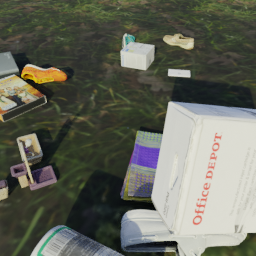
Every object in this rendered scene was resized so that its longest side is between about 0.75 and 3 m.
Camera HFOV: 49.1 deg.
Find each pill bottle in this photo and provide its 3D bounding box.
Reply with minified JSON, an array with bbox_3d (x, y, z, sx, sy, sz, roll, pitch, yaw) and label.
[{"bbox_3d":[-0.497,2.303,4.165,1.853,1.048,1.048,18,41,22],"label":"pill bottle"}]

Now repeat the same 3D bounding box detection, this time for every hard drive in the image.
[{"bbox_3d":[-5.522,-2.055,10.301,2.724,0.448,1.901,-18,41,-21],"label":"hard drive"}]

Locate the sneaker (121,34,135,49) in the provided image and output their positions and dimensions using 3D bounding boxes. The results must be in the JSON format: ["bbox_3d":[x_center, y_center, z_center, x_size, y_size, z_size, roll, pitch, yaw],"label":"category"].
[{"bbox_3d":[0.016,-3.945,12.728,0.546,0.531,1.371,12,38,2],"label":"sneaker"}]

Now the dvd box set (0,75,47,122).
[{"bbox_3d":[-3.838,-1.041,9.091,1.498,0.301,2.047,-31,48,-33],"label":"dvd box set"}]

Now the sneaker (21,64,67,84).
[{"bbox_3d":[-2.989,-1.827,10.050,1.655,0.604,0.639,6,63,9],"label":"sneaker"}]

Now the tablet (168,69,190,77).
[{"bbox_3d":[1.953,-2.100,10.686,0.825,0.056,0.537,5,38,7],"label":"tablet"}]

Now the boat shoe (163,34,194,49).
[{"bbox_3d":[2.324,-4.067,12.848,1.586,0.515,0.572,31,48,34],"label":"boat shoe"}]

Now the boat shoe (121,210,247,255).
[{"bbox_3d":[0.948,1.927,4.908,2.205,0.794,0.755,6,46,4],"label":"boat shoe"}]

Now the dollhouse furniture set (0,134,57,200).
[{"bbox_3d":[-2.563,0.489,6.398,1.332,1.193,1.681,-16,41,-20],"label":"dollhouse furniture set"}]

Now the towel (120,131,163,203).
[{"bbox_3d":[0.880,0.876,6.654,1.739,0.276,2.422,6,38,9],"label":"towel"}]

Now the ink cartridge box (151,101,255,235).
[{"bbox_3d":[1.786,0.634,4.459,2.508,1.827,1.063,4,16,-16],"label":"ink cartridge box"}]

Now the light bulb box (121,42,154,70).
[{"bbox_3d":[0.395,-2.893,11.205,1.063,0.663,1.054,14,40,18],"label":"light bulb box"}]
